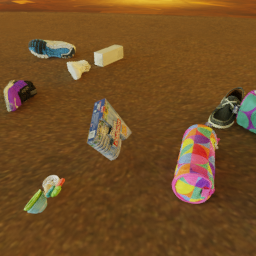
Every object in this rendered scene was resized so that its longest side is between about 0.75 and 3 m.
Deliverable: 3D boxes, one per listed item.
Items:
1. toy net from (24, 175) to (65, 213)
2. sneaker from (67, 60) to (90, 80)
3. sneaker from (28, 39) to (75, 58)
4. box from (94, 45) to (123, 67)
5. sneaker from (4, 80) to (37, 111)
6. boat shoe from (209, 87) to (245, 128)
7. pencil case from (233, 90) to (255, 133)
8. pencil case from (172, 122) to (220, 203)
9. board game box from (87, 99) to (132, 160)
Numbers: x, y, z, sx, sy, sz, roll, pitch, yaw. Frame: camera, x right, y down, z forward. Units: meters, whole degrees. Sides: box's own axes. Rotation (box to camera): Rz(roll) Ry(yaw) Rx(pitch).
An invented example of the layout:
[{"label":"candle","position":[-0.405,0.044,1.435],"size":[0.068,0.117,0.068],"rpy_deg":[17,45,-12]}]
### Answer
[{"label":"toy net","position":[-1.686,1.250,5.947],"size":[0.303,0.822,1.567],"rpy_deg":[40,1,-11]},{"label":"sneaker","position":[-2.121,-2.690,12.591],"size":[0.953,0.607,1.649],"rpy_deg":[-14,34,-16]},{"label":"sneaker","position":[-3.977,-4.230,14.904],"size":[2.480,0.930,1.075],"rpy_deg":[7,26,-4]},{"label":"box","position":[-0.940,-3.648,14.051],"size":[0.558,0.670,1.631],"rpy_deg":[21,37,31]},{"label":"sneaker","position":[-3.881,-1.290,10.289],"size":[1.009,0.705,2.028],"rpy_deg":[-5,33,-9]},{"label":"boat shoe","position":[3.328,-0.700,9.346],"size":[0.807,0.760,2.247],"rpy_deg":[23,41,30]},{"label":"pencil case","position":[4.510,-0.184,8.071],"size":[2.659,1.229,1.131],"rpy_deg":[29,42,36]},{"label":"pencil case","position":[1.715,0.774,6.854],"size":[0.997,0.997,2.256],"rpy_deg":[10,35,16]},{"label":"board game box","position":[-0.422,0.120,7.344],"size":[0.396,1.282,1.282],"rpy_deg":[-19,48,31]}]
